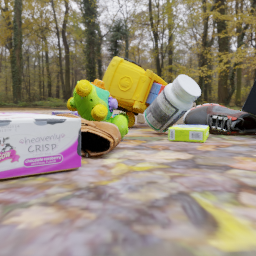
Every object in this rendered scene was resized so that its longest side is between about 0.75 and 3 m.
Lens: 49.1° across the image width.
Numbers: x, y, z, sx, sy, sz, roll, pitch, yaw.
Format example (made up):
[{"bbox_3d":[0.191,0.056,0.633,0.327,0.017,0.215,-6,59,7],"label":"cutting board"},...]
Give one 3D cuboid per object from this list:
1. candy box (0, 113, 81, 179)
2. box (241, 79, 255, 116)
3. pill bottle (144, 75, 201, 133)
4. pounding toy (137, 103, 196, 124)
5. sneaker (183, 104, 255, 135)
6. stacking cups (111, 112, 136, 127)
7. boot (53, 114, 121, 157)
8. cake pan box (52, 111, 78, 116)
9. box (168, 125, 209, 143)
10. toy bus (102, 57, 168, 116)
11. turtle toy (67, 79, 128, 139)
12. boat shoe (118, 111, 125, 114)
[{"bbox_3d":[-1.955,0.161,4.265,1.640,0.734,2.405,-3,6,-35],"label":"candy box"},{"bbox_3d":[4.653,-0.596,7.834,1.975,1.103,2.798,26,18,32],"label":"box"},{"bbox_3d":[1.285,-0.692,8.263,0.961,0.961,1.699,-4,-32,-40],"label":"pill bottle"},{"bbox_3d":[1.640,-0.803,13.722,2.512,1.150,2.207,-1,5,-17],"label":"pounding toy"},{"bbox_3d":[2.893,-0.227,8.447,2.420,0.932,0.991,0,11,9],"label":"sneaker"},{"bbox_3d":[-0.548,-0.277,10.592,0.634,0.634,2.094,3,6,36],"label":"stacking cups"},{"bbox_3d":[-1.074,0.189,5.233,1.882,0.722,1.461,7,9,1],"label":"boot"},{"bbox_3d":[-3.253,-0.751,16.946,2.140,0.560,1.971,4,4,41],"label":"cake pan box"},{"bbox_3d":[1.633,0.121,7.348,0.882,0.345,1.447,3,6,20],"label":"box"},{"bbox_3d":[0.773,-1.350,11.100,2.805,1.983,2.922,20,1,30],"label":"toy bus"},{"bbox_3d":[-0.708,-0.441,6.985,0.911,1.803,1.314,-33,-3,-31],"label":"turtle toy"},{"bbox_3d":[-0.382,-0.698,16.047,0.629,0.564,1.699,0,5,-5],"label":"boat shoe"}]
